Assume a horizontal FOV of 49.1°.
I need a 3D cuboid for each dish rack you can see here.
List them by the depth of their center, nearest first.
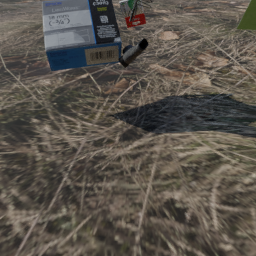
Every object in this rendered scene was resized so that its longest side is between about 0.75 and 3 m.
[{"bbox_3d":[0.335,-2.219,4.158,0.342,1.255,0.963,19,50,-6],"label":"dish rack"}]

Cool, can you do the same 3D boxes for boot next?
[{"bbox_3d":[0.240,-2.183,7.783,0.830,0.440,1.261,-35,24,29],"label":"boot"}]

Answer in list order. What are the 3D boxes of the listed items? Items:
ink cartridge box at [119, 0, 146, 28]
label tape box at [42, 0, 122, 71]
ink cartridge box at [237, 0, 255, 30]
[{"bbox_3d":[0.154,-3.537,8.613,0.660,0.820,0.205,-6,28,20],"label":"ink cartridge box"},{"bbox_3d":[-1.462,-3.228,8.468,2.092,0.918,2.902,-9,63,-6],"label":"label tape box"},{"bbox_3d":[2.531,-1.144,3.237,2.231,0.535,1.623,3,3,13],"label":"ink cartridge box"}]
